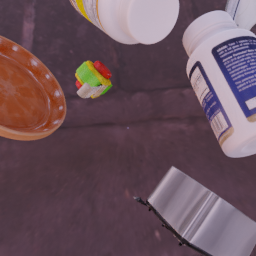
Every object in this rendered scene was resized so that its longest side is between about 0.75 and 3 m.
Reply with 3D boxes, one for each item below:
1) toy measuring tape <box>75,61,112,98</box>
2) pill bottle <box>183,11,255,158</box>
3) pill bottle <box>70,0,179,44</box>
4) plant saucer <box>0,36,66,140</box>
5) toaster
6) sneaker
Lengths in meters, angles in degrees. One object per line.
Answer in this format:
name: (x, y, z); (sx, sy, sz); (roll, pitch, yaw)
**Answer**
toy measuring tape: (-0.782, -0.973, 5.489); (0.772, 2.097, 0.772); (1, 101, 7)
pill bottle: (1.795, -0.805, 4.758); (1.305, 1.305, 2.349); (-14, 65, -7)
pill bottle: (-0.163, -2.469, 5.279); (1.369, 1.369, 2.506); (-27, 45, -14)
plant saucer: (-1.913, -0.667, 4.440); (0.330, 2.045, 2.045); (-38, 60, 28)
toaster: (1.038, 1.315, 4.260); (1.413, 1.278, 0.839); (35, 87, -22)
sneaker: (2.494, -2.553, 6.009); (0.745, 2.105, 0.769); (14, 26, 9)
